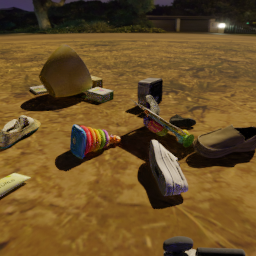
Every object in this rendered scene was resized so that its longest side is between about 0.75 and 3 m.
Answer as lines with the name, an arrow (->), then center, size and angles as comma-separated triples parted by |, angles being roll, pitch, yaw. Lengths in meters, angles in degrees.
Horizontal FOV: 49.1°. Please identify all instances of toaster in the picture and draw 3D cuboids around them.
toaster -> 1.130, -1.803, 14.281 | 0.845, 1.288, 1.424 | 13, 26, 32

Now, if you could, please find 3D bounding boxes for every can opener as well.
can opener -> 1.530, 2.486, 5.548 | 1.679, 0.561, 0.448 | 1, 24, 2

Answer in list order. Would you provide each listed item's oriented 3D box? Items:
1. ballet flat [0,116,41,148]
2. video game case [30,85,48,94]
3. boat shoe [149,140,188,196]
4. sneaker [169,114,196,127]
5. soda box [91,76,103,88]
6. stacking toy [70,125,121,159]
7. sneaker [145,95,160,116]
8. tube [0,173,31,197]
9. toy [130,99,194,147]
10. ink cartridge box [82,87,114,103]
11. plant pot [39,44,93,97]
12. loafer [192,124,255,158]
ballet flat -> -4.218, -0.043, 10.922 | 0.848, 0.848, 2.399 | 8, 25, 16
video game case -> -5.048, -2.332, 16.804 | 1.348, 0.154, 1.227 | -15, 28, -32
boat shoe -> 1.161, 1.155, 8.384 | 0.751, 0.846, 2.299 | 0, 34, -10
sneaker -> 2.329, -0.345, 12.016 | 1.136, 0.434, 0.651 | -2, 30, 8
soda box -> -2.345, -2.940, 17.639 | 0.604, 0.570, 1.782 | -20, 30, -38
stacking toy -> -1.054, 0.416, 9.963 | 1.859, 1.020, 1.079 | -1, 18, -33
sneaker -> 1.172, -0.913, 13.138 | 0.440, 0.629, 1.265 | -13, 54, -7
tube -> -3.540, 1.652, 7.634 | 0.500, 0.448, 1.724 | 48, 32, 7
toy -> 1.247, -0.046, 10.657 | 2.875, 0.679, 1.655 | 32, 0, 45
ink cartridge box -> -1.682, -1.859, 15.322 | 1.661, 0.492, 0.862 | 18, 30, 35
plant pot -> -3.610, -2.810, 15.314 | 1.991, 2.805, 2.805 | -39, 40, -21
loafer -> 3.420, 0.352, 9.662 | 2.575, 0.868, 0.979 | -8, 41, -20
